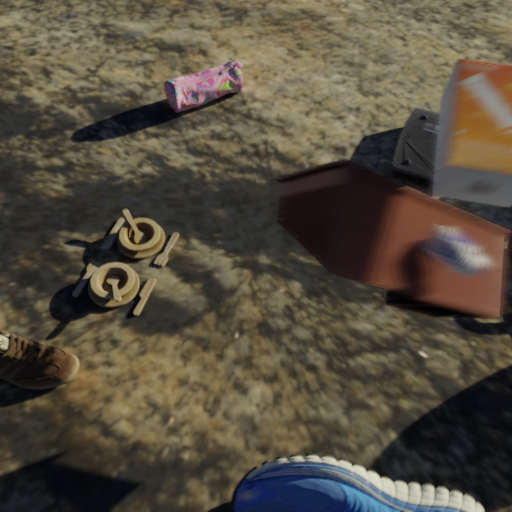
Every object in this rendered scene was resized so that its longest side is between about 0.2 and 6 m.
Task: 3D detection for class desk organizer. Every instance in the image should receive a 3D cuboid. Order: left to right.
[{"bbox_3d":[1.711,-0.054,6.837,3.106,1.114,1.196,15,77,-34],"label":"desk organizer"}]

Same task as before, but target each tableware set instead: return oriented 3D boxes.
[{"bbox_3d":[-2.333,0.026,10.038,1.302,0.395,1.970,15,55,11],"label":"tableware set"}]

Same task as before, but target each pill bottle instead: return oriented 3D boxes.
[{"bbox_3d":[2.211,-0.032,6.234,0.586,0.351,0.351,37,58,-8],"label":"pill bottle"}]

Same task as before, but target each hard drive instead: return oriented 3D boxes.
[{"bbox_3d":[3.622,-2.224,11.666,1.346,0.422,1.996,19,56,13],"label":"hard drive"}]

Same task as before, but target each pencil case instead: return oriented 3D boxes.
[{"bbox_3d":[-1.157,-3.845,12.646,1.797,0.786,0.786,-23,57,-15],"label":"pencil case"}]

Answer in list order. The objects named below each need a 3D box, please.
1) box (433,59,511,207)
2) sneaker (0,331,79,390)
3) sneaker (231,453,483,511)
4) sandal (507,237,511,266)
[{"bbox_3d":[2.371,-1.277,5.826,0.821,0.643,1.319,10,68,6],"label":"box"},{"bbox_3d":[-3.796,1.566,8.694,1.991,0.752,0.701,6,54,5],"label":"sneaker"},{"bbox_3d":[1.227,3.475,6.998,3.217,1.264,1.434,11,52,7],"label":"sneaker"},{"bbox_3d":[5.320,0.495,9.606,0.958,0.540,2.520,-17,56,-12],"label":"sandal"}]
